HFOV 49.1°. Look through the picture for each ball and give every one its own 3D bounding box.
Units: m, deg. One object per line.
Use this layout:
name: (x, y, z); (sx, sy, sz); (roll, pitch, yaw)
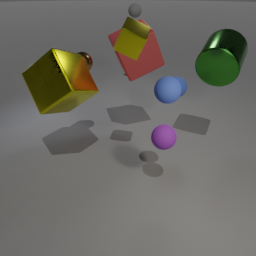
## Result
ball: (0.365, -6.200, 14.797); (0.700, 0.700, 0.700); (0, 28, 0)
ball: (1.015, -0.973, 7.176); (0.700, 0.700, 0.700); (0, 28, 0)
ball: (1.642, -1.388, 9.465); (0.700, 0.700, 0.700); (0, 28, 0)
ball: (-1.528, -2.191, 9.376); (0.700, 0.700, 0.700); (0, 28, 0)
ball: (0.983, 0.252, 7.697); (0.700, 0.700, 0.700); (0, 28, 0)

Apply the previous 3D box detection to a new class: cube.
cube: (-2.027, -1.369, 8.522); (1.400, 1.400, 1.400); (-29, -6, 25)
cube: (0.111, -2.398, 7.513); (0.700, 0.700, 0.700); (23, 47, -7)
cube: (0.290, -2.810, 10.083); (1.400, 1.400, 1.400); (-26, 39, 2)

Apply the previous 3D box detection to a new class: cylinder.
cylinder: (3.093, -2.321, 9.249); (1.400, 1.400, 1.400); (14, 48, 24)
